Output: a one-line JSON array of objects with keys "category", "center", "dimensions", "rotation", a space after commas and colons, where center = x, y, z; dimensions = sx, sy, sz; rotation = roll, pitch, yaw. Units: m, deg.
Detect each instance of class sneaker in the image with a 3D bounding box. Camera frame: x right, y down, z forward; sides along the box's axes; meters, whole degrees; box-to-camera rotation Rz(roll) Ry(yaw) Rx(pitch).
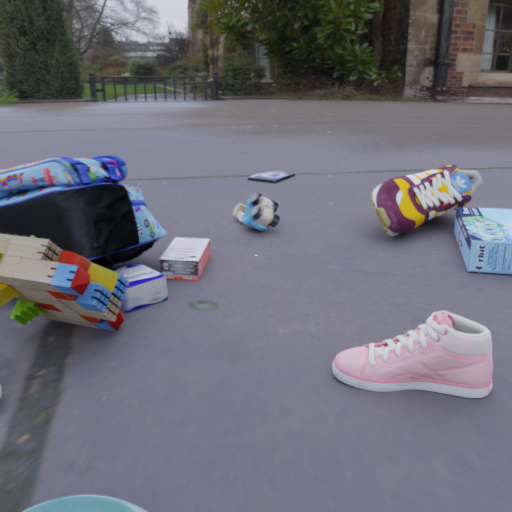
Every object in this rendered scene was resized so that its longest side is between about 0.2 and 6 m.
[{"category": "sneaker", "center": [1.667, 0.970, 5.976], "dimensions": [1.676, 0.876, 0.631], "rotation": [3, 22, 12]}, {"category": "sneaker", "center": [3.491, -1.279, 11.285], "dimensions": [1.395, 1.160, 3.096], "rotation": [-23, 1, 41]}]

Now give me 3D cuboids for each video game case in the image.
[{"category": "video game case", "center": [0.464, -2.331, 16.467], "dimensions": [0.909, 0.121, 1.273], "rotation": [11, 23, 28]}]

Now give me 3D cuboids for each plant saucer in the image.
[{"category": "plant saucer", "center": [-1.265, 2.096, 3.633], "dimensions": [1.640, 0.295, 1.640], "rotation": [0, 20, 0]}]

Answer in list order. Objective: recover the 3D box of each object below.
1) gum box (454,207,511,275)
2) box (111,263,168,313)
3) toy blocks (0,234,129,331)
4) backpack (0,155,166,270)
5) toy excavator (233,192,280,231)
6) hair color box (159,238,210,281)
[{"category": "gum box", "center": [5.033, -0.261, 9.840], "dimensions": [2.725, 0.607, 2.315], "rotation": [4, 20, 12]}, {"category": "box", "center": [-1.793, 0.448, 8.140], "dimensions": [0.705, 0.402, 0.766], "rotation": [-18, 27, -40]}, {"category": "toy blocks", "center": [-2.230, 0.382, 6.767], "dimensions": [1.385, 2.026, 1.012], "rotation": [7, 65, 19]}, {"category": "backpack", "center": [-2.720, -0.558, 8.609], "dimensions": [2.350, 1.732, 2.574], "rotation": [-9, 8, 22]}, {"category": "toy excavator", "center": [-0.103, -0.861, 11.614], "dimensions": [0.564, 1.129, 1.098], "rotation": [24, 44, -30]}, {"category": "hair color box", "center": [-1.172, 0.035, 9.369], "dimensions": [0.638, 0.368, 1.151], "rotation": [3, 18, 4]}]
